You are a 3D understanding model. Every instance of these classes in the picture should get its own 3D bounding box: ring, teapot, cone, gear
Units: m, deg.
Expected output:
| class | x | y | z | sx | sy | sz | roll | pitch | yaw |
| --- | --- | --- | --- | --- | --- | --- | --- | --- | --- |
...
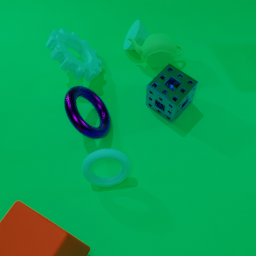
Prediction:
| class | x | y | z | sx | sy | sz | roll | pitch | yaw |
| --- | --- | --- | --- | --- | --- | --- | --- | --- | --- |
| ring | -0.494 | 0.937 | 6.464 | 1.127 | 1.127 | 0.225 | -6 | 36 | -3 |
| ring | -0.998 | -0.405 | 7.100 | 0.297 | 1.484 | 1.484 | -30 | 57 | 30 |
| teapot | 0.833 | -2.325 | 8.185 | 1.713 | 1.065 | 0.839 | 2 | 68 | -13 |
| cone | 0.516 | -2.694 | 8.756 | 0.971 | 0.967 | 0.967 | 21 | 59 | -22 |
| gear | -1.471 | -2.072 | 7.897 | 1.646 | 0.304 | 1.646 | 32 | 36 | -26 |

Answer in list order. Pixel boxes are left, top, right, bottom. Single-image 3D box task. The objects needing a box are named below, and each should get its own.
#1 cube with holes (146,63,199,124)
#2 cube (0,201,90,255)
| class | x | y | z | sx | sy | sz | roll | pitch | yaw |
| --- | --- | --- | --- | --- | --- | --- | --- | --- | --- |
| cube with holes | 1.143 | -0.908 | 7.499 | 0.945 | 0.945 | 0.945 | 38 | 71 | 18 |
| cube | -1.647 | 2.269 | 4.953 | 1.239 | 1.239 | 1.239 | 22 | 64 | 26 |
